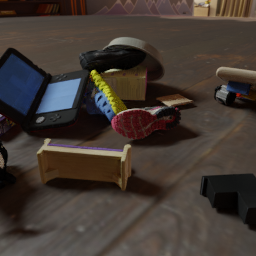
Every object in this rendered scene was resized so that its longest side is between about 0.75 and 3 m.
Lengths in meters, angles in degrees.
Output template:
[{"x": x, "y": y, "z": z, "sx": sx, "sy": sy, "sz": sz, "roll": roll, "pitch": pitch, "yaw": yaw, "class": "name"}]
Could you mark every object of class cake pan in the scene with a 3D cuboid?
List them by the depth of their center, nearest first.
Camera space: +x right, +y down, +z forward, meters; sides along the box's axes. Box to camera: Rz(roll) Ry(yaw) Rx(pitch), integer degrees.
[{"x": 0.261, "y": -2.883, "z": 11.968, "sx": 2.826, "sy": 2.826, "sz": 0.518, "roll": 11, "pitch": 72, "yaw": 21, "class": "cake pan"}]

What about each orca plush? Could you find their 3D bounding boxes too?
[{"x": -2.751, "y": 0.935, "z": 6.119, "sx": 0.806, "sy": 1.194, "sz": 2.269, "roll": 28, "pitch": -6, "yaw": -29, "class": "orca plush"}]

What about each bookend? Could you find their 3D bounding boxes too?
[{"x": 2.117, "y": 1.431, "z": 5.482, "sx": 1.092, "sy": 0.506, "sz": 1.099, "roll": -3, "pitch": 28, "yaw": -3, "class": "bookend"}]

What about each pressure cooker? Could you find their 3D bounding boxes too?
[{"x": 3.662, "y": -1.280, "z": 10.677, "sx": 0.682, "sy": 0.672, "sz": 0.764, "roll": -17, "pitch": 34, "yaw": -37, "class": "pressure cooker"}]

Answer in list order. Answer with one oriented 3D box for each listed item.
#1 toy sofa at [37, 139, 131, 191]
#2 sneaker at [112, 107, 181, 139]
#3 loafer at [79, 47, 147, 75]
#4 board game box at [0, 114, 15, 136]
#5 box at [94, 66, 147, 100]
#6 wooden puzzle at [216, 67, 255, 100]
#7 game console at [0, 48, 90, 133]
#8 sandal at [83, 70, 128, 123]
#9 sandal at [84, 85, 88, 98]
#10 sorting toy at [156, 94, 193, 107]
[{"x": -0.947, "y": 0.740, "z": 6.478, "sx": 2.042, "sy": 0.846, "sz": 0.997, "roll": 4, "pitch": 28, "yaw": 7, "class": "toy sofa"}, {"x": 0.513, "y": -0.189, "z": 8.453, "sx": 2.195, "sy": 0.885, "sz": 0.819, "roll": -6, "pitch": 10, "yaw": -27, "class": "sneaker"}, {"x": -0.558, "y": -2.787, "z": 10.957, "sx": 2.758, "sy": 0.937, "sz": 0.968, "roll": -16, "pitch": 69, "yaw": -24, "class": "loafer"}, {"x": -4.493, "y": -0.236, "z": 8.833, "sx": 1.673, "sy": 0.474, "sz": 1.383, "roll": 6, "pitch": 29, "yaw": 12, "class": "board game box"}, {"x": -0.241, "y": -1.919, "z": 11.596, "sx": 2.014, "sy": 0.974, "sz": 1.771, "roll": 3, "pitch": 27, "yaw": 4, "class": "box"}, {"x": 4.606, "y": -1.322, "z": 9.992, "sx": 2.477, "sy": 0.619, "sz": 2.674, "roll": 18, "pitch": 1, "yaw": 32, "class": "wooden puzzle"}, {"x": -2.793, "y": -1.437, "z": 8.932, "sx": 2.500, "sy": 1.722, "sz": 2.901, "roll": -8, "pitch": 43, "yaw": 12, "class": "game console"}, {"x": -0.923, "y": -0.865, "z": 9.693, "sx": 1.206, "sy": 1.101, "sz": 2.770, "roll": -42, "pitch": 42, "yaw": 5, "class": "sandal"}, {"x": -2.554, "y": -1.540, "z": 10.850, "sx": 2.312, "sy": 1.007, "sz": 0.919, "roll": -3, "pitch": 25, "yaw": -9, "class": "sandal"}, {"x": 1.771, "y": -1.035, "z": 10.757, "sx": 1.019, "sy": 0.201, "sz": 1.101, "roll": -12, "pitch": 25, "yaw": -22, "class": "sorting toy"}]
